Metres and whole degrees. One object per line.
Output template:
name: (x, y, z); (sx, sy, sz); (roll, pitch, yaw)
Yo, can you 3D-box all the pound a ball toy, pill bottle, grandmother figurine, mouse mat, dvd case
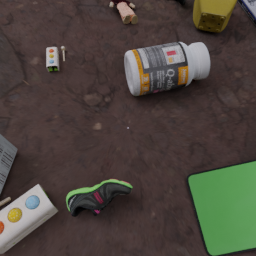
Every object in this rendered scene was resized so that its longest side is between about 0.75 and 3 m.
pound a ball toy: (-3.066, 2.203, 7.223); (2.014, 0.855, 1.313); (-35, 67, -17)
pill bottle: (1.227, -1.954, 9.036); (2.509, 1.460, 1.460); (-12, 63, -6)
pound a ball toy: (-2.548, -2.512, 9.897); (0.649, 0.423, 0.996); (-7, 63, -3)
grandmother figurine: (-0.261, -4.819, 11.068); (1.066, 0.532, 1.757); (-3, 56, -33)
mouse mat: (3.161, 2.028, 7.470); (2.783, 0.105, 2.239); (-13, 67, 3)
dvd case: (5.574, -4.864, 11.174); (1.819, 0.299, 2.421); (-15, 64, -8)

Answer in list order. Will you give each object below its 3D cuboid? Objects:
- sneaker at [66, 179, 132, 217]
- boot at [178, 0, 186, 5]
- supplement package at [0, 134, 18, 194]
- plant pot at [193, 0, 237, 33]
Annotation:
sneaker: (-0.709, 1.859, 7.286); (1.839, 0.706, 0.770); (-20, 59, 13)
boot: (1.879, -5.375, 11.353); (0.832, 0.419, 1.113); (-1, 52, -8)
supplement package: (-4.272, 1.025, 7.483); (1.689, 1.299, 1.767); (6, 63, 12)
plant pot: (3.188, -4.450, 10.351); (1.484, 1.494, 1.528); (13, 68, 6)
